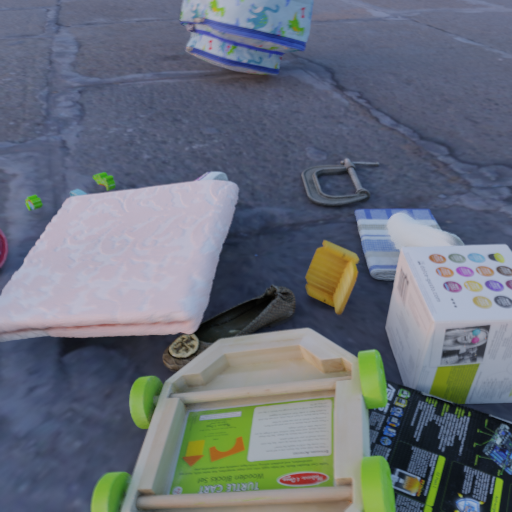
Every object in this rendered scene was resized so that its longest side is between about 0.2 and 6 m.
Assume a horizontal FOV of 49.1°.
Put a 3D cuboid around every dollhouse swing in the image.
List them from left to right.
[{"bbox_3d":[1.016,0.317,7.757,0.707,0.778,0.684,25,20,12],"label":"dollhouse swing"}]

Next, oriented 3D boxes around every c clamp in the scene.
[{"bbox_3d":[1.739,-1.496,11.073,1.658,0.263,1.941,1,34,2],"label":"c clamp"}]

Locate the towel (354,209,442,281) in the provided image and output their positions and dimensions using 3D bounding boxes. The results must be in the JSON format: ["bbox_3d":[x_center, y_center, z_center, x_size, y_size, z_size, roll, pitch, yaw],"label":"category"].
[{"bbox_3d":[2.435,-0.219,9.223,1.441,0.233,1.962,1,35,0],"label":"towel"}]

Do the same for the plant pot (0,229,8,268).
[{"bbox_3d":[-4.446,-0.180,8.642,0.985,0.985,0.881,-23,25,-30],"label":"plant pot"}]

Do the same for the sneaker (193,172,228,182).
[{"bbox_3d":[-1.578,-0.751,9.402,1.530,0.973,2.684,13,36,23],"label":"sneaker"}]

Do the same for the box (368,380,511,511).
[{"bbox_3d":[1.844,2.285,5.365,1.996,0.491,2.066,17,37,20],"label":"box"}]

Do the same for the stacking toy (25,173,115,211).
[{"bbox_3d":[-2.916,-0.817,9.952,1.601,0.499,2.123,-27,40,-36],"label":"stacking toy"}]

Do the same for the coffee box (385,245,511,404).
[{"bbox_3d":[2.449,0.806,6.694,1.365,1.380,1.378,-1,36,-2],"label":"coffee box"}]

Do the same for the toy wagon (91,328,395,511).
[{"bbox_3d":[-0.126,2.047,5.073,2.666,0.680,3.436,-10,36,16],"label":"toy wagon"}]

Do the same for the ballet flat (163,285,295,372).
[{"bbox_3d":[-0.307,0.894,7.378,2.079,0.482,0.700,-23,40,-29],"label":"ballet flat"}]

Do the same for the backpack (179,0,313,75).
[{"bbox_3d":[-0.231,-6.680,16.134,3.326,2.671,3.635,1,20,-28],"label":"backpack"}]

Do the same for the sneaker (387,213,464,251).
[{"bbox_3d":[2.579,-0.121,8.105,0.688,0.725,1.801,5,38,-33],"label":"sneaker"}]

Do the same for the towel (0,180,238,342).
[{"bbox_3d":[-1.791,-0.015,7.613,2.827,0.477,2.960,-5,38,13],"label":"towel"}]
